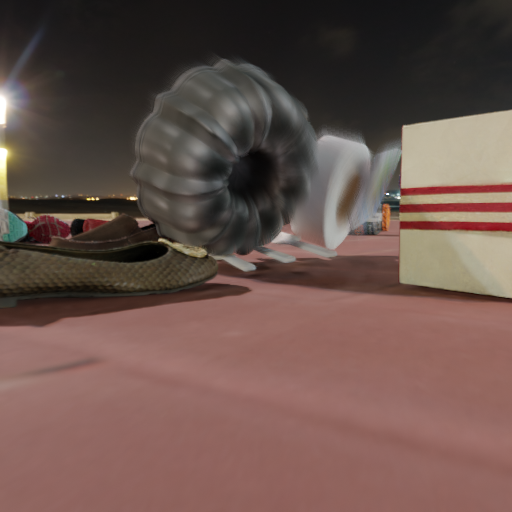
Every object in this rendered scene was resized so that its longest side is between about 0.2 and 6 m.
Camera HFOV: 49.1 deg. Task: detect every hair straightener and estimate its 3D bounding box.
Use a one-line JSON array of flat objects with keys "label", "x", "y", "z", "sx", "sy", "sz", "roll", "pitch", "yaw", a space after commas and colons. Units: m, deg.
[{"label": "hair straightener", "x": -3.547, "y": -0.686, "z": 14.594, "sx": 1.161, "sy": 0.617, "sz": 3.017, "roll": 3, "pitch": 6, "yaw": 36}]

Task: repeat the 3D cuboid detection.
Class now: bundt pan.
[{"label": "bundt pan", "x": -0.231, "y": -1.210, "z": 7.937, "sx": 2.856, "sy": 2.856, "sz": 1.072, "roll": -4, "pitch": 27, "yaw": -40}]

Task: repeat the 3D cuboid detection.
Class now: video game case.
[{"label": "video game case", "x": 2.108, "y": -1.202, "z": 9.910, "sx": 0.162, "sy": 1.337, "sz": 1.469, "roll": 28, "pitch": 24, "yaw": 18}]

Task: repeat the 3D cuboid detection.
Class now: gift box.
[{"label": "gift box", "x": 2.583, "y": -0.621, "z": 5.307, "sx": 1.908, "sy": 2.068, "sz": 1.931, "roll": -9, "pitch": 11, "yaw": -35}]

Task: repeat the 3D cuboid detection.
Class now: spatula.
[{"label": "spatula", "x": 0.083, "y": -0.050, "z": 8.528, "sx": 1.661, "sy": 0.192, "sz": 2.388, "roll": -9, "pitch": 12, "yaw": -17}]

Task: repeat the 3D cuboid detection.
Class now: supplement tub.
[{"label": "supplement tub", "x": 3.473, "y": -1.267, "z": 18.672, "sx": 1.845, "sy": 1.131, "sz": 1.131, "roll": 1, "pitch": 5, "yaw": 21}]

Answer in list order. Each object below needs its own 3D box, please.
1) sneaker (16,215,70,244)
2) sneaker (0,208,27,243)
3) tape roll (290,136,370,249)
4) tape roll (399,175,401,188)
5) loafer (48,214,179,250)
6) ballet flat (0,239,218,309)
[{"label": "sneaker", "x": -5.271, "y": -0.665, "z": 13.877, "sx": 1.760, "sy": 0.709, "sz": 0.657, "roll": 2, "pitch": 3, "yaw": 27}, {"label": "sneaker", "x": -6.132, "y": -0.666, "z": 12.874, "sx": 2.469, "sy": 0.958, "sz": 1.126, "roll": 3, "pitch": 2, "yaw": 21}, {"label": "tape roll", "x": 1.298, "y": -1.088, "z": 9.703, "sx": 0.657, "sy": 1.880, "sz": 1.880, "roll": 21, "pitch": 13, "yaw": 24}, {"label": "tape roll", "x": 3.005, "y": -1.354, "z": 9.985, "sx": 0.358, "sy": 0.843, "sz": 0.843, "roll": 28, "pitch": -15, "yaw": -39}, {"label": "loafer", "x": -2.101, "y": -0.255, "z": 8.351, "sx": 2.119, "sy": 0.752, "sz": 0.774, "roll": -4, "pitch": 6, "yaw": -44}, {"label": "ballet flat", "x": -1.562, "y": 0.042, "z": 5.219, "sx": 2.835, "sy": 0.657, "sz": 0.955, "roll": -4, "pitch": 6, "yaw": -37}]
